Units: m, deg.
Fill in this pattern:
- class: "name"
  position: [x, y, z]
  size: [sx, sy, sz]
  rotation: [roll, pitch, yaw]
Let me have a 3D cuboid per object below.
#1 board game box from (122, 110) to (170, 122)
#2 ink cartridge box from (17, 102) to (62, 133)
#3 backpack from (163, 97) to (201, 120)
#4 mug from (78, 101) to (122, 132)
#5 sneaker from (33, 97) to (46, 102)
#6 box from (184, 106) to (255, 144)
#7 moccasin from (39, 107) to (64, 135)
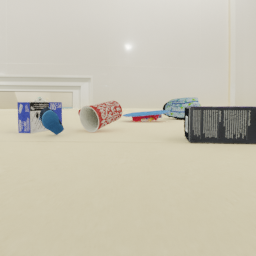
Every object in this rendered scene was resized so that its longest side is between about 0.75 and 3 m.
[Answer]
- class: "board game box"
  position: [0.857, -0.486, 13.096]
  size: [2.213, 0.431, 1.749]
  rotation: [-5, 9, 7]
- class: "ink cartridge box"
  position: [-2.661, -0.367, 8.664]
  size: [0.422, 0.897, 1.907]
  rotation: [1, 5, 13]
- class: "backpack"
  position: [2.945, -1.015, 14.668]
  size: [1.566, 1.476, 1.920]
  rotation: [-2, 21, -23]
- class: "mug"
  position: [-0.856, -0.493, 8.522]
  size: [1.043, 0.784, 1.175]
  rotation: [43, 38, 19]
- class: "sneaker"
  position: [-3.627, -0.709, 11.431]
  size: [0.940, 1.105, 2.497]
  rotation: [-4, 6, -26]
- class: "box"
  position: [2.066, -0.102, 6.296]
  size: [1.495, 0.780, 1.107]
  rotation: [0, 4, 6]
- class: "moccasin"
  position: [-1.984, -0.190, 7.019]
  size: [0.487, 0.412, 1.209]
  rotation: [-35, -20, -16]
